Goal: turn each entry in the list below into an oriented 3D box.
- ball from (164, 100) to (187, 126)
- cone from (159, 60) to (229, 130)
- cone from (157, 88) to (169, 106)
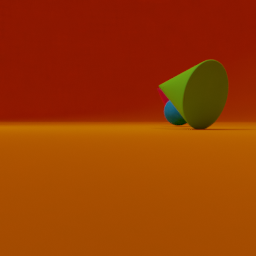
[{"bbox_3d":[1.831,-0.602,10.139,1.043,1.043,1.043,0,1,0],"label":"ball"},{"bbox_3d":[1.354,-0.953,7.128,1.640,1.640,1.646,-1,15,-38],"label":"cone"},{"bbox_3d":[1.529,-1.248,10.900,1.084,1.080,1.080,31,-13,-25],"label":"cone"}]
